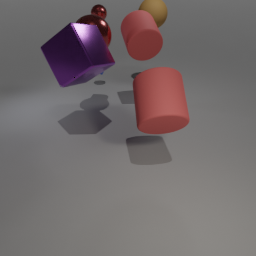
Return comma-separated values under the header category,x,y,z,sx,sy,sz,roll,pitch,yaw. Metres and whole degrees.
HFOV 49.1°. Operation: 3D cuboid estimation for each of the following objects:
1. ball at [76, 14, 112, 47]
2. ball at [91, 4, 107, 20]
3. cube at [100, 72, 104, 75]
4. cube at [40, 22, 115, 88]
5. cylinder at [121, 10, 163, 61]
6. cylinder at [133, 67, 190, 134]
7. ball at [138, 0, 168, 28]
category,x,y,z,sx,sy,sz,roll,pitch,yaw
ball,-1.282,-3.290,9.969,1.400,1.400,1.400,0,29,0
ball,-1.264,-4.988,12.158,0.700,0.700,0.700,0,29,0
cube,-1.245,-2.810,11.881,0.700,0.700,0.700,20,70,-11
cube,-1.524,-2.251,8.717,1.400,1.400,1.400,-25,3,30
cylinder,0.516,-3.611,10.960,1.400,1.400,1.400,-6,52,-11
cylinder,0.879,-0.707,7.672,1.400,1.400,1.400,-3,69,-5
ball,1.174,-5.438,13.295,1.400,1.400,1.400,0,29,0
